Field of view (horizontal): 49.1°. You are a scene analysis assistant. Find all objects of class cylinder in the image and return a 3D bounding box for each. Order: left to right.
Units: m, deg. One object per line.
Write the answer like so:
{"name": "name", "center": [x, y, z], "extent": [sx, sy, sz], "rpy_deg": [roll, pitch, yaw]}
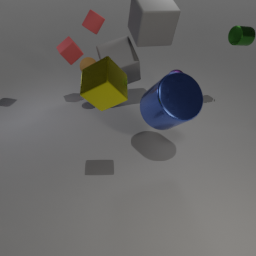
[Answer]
{"name": "cylinder", "center": [-1.384, -4.245, 11.225], "extent": [0.700, 0.700, 0.700], "rpy_deg": [31, 14, -9]}
{"name": "cylinder", "center": [1.228, -0.740, 8.203], "extent": [1.400, 1.400, 1.400], "rpy_deg": [-13, -6, -21]}
{"name": "cylinder", "center": [4.270, -3.461, 10.528], "extent": [0.700, 0.700, 0.700], "rpy_deg": [-7, 31, -27]}

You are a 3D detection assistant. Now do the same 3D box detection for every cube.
{"name": "cube", "center": [-2.351, -3.131, 11.337], "extent": [0.700, 0.700, 0.700], "rpy_deg": [-40, 44, 5]}
{"name": "cube", "center": [-0.482, -0.890, 5.749], "extent": [0.700, 0.700, 0.700], "rpy_deg": [-21, 53, 27]}
{"name": "cube", "center": [-0.369, -2.706, 11.718], "extent": [1.400, 1.400, 1.400], "rpy_deg": [-20, 68, -3]}
{"name": "cube", "center": [0.895, -3.992, 10.299], "extent": [1.400, 1.400, 1.400], "rpy_deg": [-7, 52, -15]}

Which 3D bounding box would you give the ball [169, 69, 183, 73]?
{"name": "ball", "center": [1.827, -1.865, 10.625], "extent": [0.700, 0.700, 0.700], "rpy_deg": [0, 31, 0]}

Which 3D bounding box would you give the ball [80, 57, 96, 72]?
{"name": "ball", "center": [-1.548, -2.426, 11.004], "extent": [0.700, 0.700, 0.700], "rpy_deg": [0, 31, 0]}
